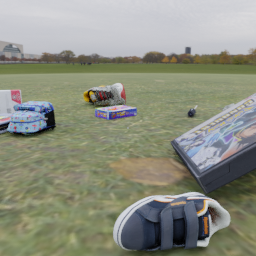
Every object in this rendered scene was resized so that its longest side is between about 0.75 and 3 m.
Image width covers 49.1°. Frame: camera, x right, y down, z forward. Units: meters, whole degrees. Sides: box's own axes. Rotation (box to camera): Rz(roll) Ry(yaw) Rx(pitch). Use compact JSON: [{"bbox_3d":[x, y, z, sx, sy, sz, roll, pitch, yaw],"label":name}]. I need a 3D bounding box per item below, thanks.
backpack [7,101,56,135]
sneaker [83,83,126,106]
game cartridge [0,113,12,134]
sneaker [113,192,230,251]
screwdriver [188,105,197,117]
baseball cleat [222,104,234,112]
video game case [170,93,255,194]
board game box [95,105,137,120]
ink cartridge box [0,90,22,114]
[{"bbox_3d":[-3.045,-0.290,8.653,1.210,0.891,1.325,5,16,18],"label":"backpack"},{"bbox_3d":[-1.123,-1.473,13.434,1.195,1.133,2.910,-16,11,-36],"label":"sneaker"},{"bbox_3d":[-4.309,-0.134,9.122,1.355,0.416,2.036,1,13,21],"label":"game cartridge"},{"bbox_3d":[0.594,1.131,3.388,1.527,0.599,0.606,-7,10,-33],"label":"sneaker"},{"bbox_3d":[2.844,-0.798,11.889,0.310,0.297,2.133,-25,4,29],"label":"screwdriver"},{"bbox_3d":[3.670,-0.433,9.517,0.483,0.737,1.384,-13,15,-23],"label":"baseball cleat"},{"bbox_3d":[2.373,-0.060,5.416,2.965,0.378,2.679,-30,8,4],"label":"video game case"},{"bbox_3d":[-0.479,-0.643,11.276,1.408,0.315,0.947,-12,18,-39],"label":"board game box"},{"bbox_3d":[-4.829,-0.887,10.629,1.492,1.083,0.622,-5,12,-18],"label":"ink cartridge box"}]
